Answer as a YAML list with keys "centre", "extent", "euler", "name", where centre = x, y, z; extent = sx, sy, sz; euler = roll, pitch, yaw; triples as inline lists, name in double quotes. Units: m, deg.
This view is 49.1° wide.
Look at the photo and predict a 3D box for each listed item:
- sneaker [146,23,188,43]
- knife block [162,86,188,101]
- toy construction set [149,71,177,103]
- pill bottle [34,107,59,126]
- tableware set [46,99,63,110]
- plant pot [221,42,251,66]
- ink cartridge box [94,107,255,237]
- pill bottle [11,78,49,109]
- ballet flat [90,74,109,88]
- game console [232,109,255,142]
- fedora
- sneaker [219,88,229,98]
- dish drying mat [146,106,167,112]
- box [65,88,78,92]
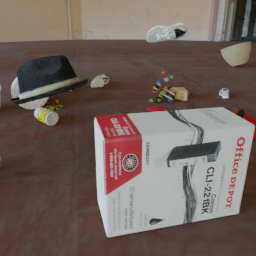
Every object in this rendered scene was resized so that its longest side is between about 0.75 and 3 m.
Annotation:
- centre: [1.605, -3.874, 11.498]
  extent: [1.761, 0.667, 0.810]
  euler: [-14, 30, 5]
  name: "sneaker"
- centre: [2.323, -1.779, 14.305]
  extent: [1.228, 0.447, 1.398]
  euler: [-2, 23, -3]
  name: "knife block"
- centre: [1.701, -2.030, 13.773]
  extent: [1.244, 1.491, 1.146]
  euler: [5, 16, -9]
  name: "toy construction set"
- centre: [-3.220, -0.479, 10.985]
  extent: [0.982, 0.561, 0.561]
  euler: [20, 30, 41]
  name: "pill bottle"
- centre: [-3.397, -1.085, 12.962]
  extent: [0.806, 0.184, 1.197]
  euler: [-3, 22, -9]
  name: "tableware set"
- centre: [8.678, -5.760, 22.219]
  extent: [2.262, 1.519, 2.262]
  euler: [-14, 5, 1]
  name: "plant pot"
- centre: [0.869, 0.809, 5.781]
  extent: [2.931, 2.114, 1.227]
  euler: [-6, 23, -14]
  name: "ink cartridge box"
- centre: [-4.447, -2.086, 13.484]
  extent: [1.630, 1.630, 2.904]
  euler: [-3, 23, -6]
  name: "pill bottle"
- centre: [-1.584, -2.761, 16.581]
  extent: [0.680, 0.680, 1.958]
  euler: [6, 22, 14]
  name: "ballet flat"
- centre: [4.009, 0.020, 10.309]
  extent: [1.439, 0.991, 1.670]
  euler: [-23, 5, 37]
  name: "game console"
- centre: [-2.291, -1.408, 7.780]
  extent: [2.263, 1.033, 2.263]
  euler: [-16, 13, 4]
  name: "fedora"
- centre: [5.011, -1.861, 14.487]
  extent: [0.416, 0.451, 1.023]
  euler: [0, 22, 1]
  name: "sneaker"
- centre: [1.362, -0.768, 12.285]
  extent: [0.450, 0.107, 1.173]
  euler: [-20, 30, -37]
  name: "dish drying mat"
- centre: [-3.749, -2.388, 15.920]
  extent: [1.768, 0.333, 1.207]
  euler: [4, 23, 11]
  name: "box"
